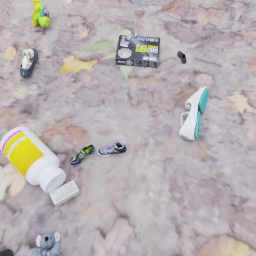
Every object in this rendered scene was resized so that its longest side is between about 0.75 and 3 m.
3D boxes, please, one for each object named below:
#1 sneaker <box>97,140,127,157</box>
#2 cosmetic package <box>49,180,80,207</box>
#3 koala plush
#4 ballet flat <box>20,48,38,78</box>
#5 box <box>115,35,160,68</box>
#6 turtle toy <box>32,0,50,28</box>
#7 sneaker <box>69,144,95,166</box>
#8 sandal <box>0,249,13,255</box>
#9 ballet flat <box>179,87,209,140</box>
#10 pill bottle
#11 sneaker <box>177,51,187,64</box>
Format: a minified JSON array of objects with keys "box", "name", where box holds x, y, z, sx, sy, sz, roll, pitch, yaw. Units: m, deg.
[{"box":[-0.595,0.734,10.369,1.132,0.644,0.427,-4,58,-3],"name":"sneaker"},{"box":[-2.150,2.240,9.574,0.917,0.400,0.474,-27,64,-16],"name":"cosmetic package"},{"box":[-2.460,3.666,8.562,0.868,0.900,0.979,-11,38,-13],"name":"koala plush"},{"box":[-4.554,-3.145,12.797,0.690,0.690,1.888,1,58,0],"name":"ballet flat"},{"box":[0.483,-3.634,13.211,2.013,0.446,1.613,6,58,4],"name":"box"},{"box":[-4.413,-5.719,14.238,0.797,1.149,1.577,0,56,-25],"name":"turtle toy"},{"box":[-1.709,0.960,10.336,1.116,0.462,0.396,-37,63,-21],"name":"sneaker"},{"box":[-4.188,4.036,8.517,1.280,0.288,0.481,-20,60,-12],"name":"sandal"},{"box":[2.601,-0.678,11.221,0.898,0.898,2.588,17,60,10],"name":"ballet flat"},{"box":[-3.266,1.118,9.763,2.416,1.259,1.259,40,66,22],"name":"pill bottle"},{"box":[2.554,-3.388,13.120,0.297,0.355,0.782,-19,59,-9],"name":"sneaker"}]
